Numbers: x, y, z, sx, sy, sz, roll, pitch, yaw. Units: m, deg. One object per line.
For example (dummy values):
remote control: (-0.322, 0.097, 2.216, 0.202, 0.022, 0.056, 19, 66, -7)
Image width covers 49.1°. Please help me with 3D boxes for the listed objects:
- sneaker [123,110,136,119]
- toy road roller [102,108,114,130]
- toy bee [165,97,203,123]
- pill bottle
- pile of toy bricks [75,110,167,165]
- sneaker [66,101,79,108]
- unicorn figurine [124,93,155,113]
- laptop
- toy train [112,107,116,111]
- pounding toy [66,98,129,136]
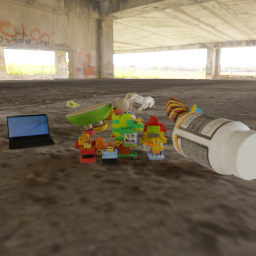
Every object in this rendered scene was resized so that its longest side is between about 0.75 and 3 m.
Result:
sneaker: (0.039, -0.539, 12.341, 0.484, 0.414, 1.179, 19, 11, -9)
toy road roller: (-0.767, -0.379, 10.569, 0.634, 0.753, 1.031, -2, 13, -10)
toy bee: (2.018, -0.144, 8.812, 2.078, 1.360, 1.130, 18, 43, 24)
pill bottle: (2.036, 0.356, 6.375, 1.202, 1.202, 2.066, -6, 15, -25)
pile of toy bricks: (-0.148, 0.130, 7.251, 2.492, 1.230, 1.382, -1, 13, -5)
sneaker: (-3.104, -1.317, 15.589, 0.941, 0.360, 0.355, 8, 14, 31)
unicorn figurine: (0.670, -1.317, 14.211, 1.767, 0.653, 1.214, 32, 47, -8)
laptop: (-3.029, 0.070, 8.645, 1.273, 0.742, 1.437, -6, 14, -22)
toy train: (-0.709, -0.985, 14.444, 1.181, 0.246, 0.333, -4, 3, -17)
pounding toy: (-0.942, -0.287, 9.174, 1.974, 0.916, 1.524, -19, 11, -11)
